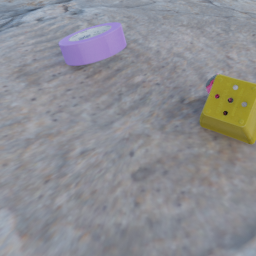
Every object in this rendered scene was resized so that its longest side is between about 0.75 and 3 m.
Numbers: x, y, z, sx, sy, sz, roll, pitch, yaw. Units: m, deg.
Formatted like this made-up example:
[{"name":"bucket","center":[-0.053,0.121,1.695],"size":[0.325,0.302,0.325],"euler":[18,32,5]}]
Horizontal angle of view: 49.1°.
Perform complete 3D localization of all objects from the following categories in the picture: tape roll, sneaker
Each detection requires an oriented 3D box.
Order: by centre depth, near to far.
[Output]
[{"name":"sneaker","center":[2.754,-0.715,8.047],"size":[0.854,0.708,1.791],"euler":[24,57,-25]},{"name":"tape roll","center":[-1.354,-3.279,10.828],"size":[2.489,0.817,2.489],"euler":[-13,31,8]}]

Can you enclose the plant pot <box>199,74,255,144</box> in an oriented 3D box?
[{"name":"plant pot","center":[2.591,-0.555,6.877],"size":[1.481,1.481,1.306],"euler":[22,4,26]}]
